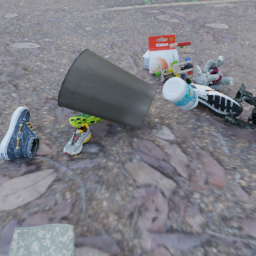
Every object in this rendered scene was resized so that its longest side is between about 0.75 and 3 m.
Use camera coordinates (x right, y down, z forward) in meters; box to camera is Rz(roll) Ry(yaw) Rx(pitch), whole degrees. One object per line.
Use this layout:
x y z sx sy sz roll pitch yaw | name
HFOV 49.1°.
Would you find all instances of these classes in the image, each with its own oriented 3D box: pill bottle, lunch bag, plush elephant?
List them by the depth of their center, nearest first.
-1.803 2.740 6.042 1.359 0.799 1.115 -6 39 0 | lunch bag
1.835 -1.093 9.419 1.436 0.796 0.796 21 14 -50 | pill bottle
3.396 -2.103 11.700 1.638 1.349 1.268 -13 15 32 | plush elephant

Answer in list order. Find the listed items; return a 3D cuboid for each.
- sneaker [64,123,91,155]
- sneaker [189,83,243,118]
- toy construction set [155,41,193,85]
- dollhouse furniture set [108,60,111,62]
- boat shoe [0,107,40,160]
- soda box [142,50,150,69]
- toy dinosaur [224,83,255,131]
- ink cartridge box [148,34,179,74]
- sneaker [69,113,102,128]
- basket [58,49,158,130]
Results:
-1.692 0.351 9.188 0.538 0.567 1.381 13 41 16 | sneaker
3.218 -1.181 10.817 2.556 0.942 1.023 25 43 28 | sneaker
1.948 -2.721 12.112 1.475 1.919 1.601 -6 31 0 | toy construction set
-1.257 -3.077 13.599 0.753 0.378 0.493 19 43 22 | dollhouse furniture set
-3.376 0.159 9.326 1.011 0.788 2.227 1 46 0 | boat shoe
1.300 -3.621 14.081 0.579 0.619 1.819 15 41 18 | soda box
4.434 -0.451 9.267 2.020 1.520 2.976 26 4 20 | toy dinosaur
1.669 -3.425 13.013 1.370 1.690 0.424 -7 19 -10 | ink cartridge box
-1.550 -0.368 10.211 1.289 0.477 0.539 -14 38 -31 | sneaker
-0.554 -1.213 9.739 2.821 1.918 2.543 23 49 2 | basket
